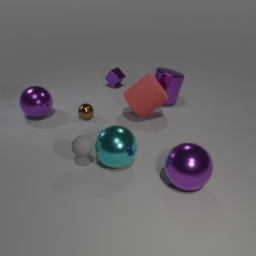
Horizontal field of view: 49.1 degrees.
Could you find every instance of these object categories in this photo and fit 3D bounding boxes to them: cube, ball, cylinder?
[{"bbox_3d":[-0.694,-2.775,15.337,0.700,0.700,0.700,50,44,4],"label":"cube"},{"bbox_3d":[-1.447,0.572,8.948,0.700,0.700,0.700,0,30,0],"label":"ball"},{"bbox_3d":[-0.385,0.605,9.175,1.400,1.400,1.400,0,30,0],"label":"ball"},{"bbox_3d":[1.784,1.125,8.254,1.400,1.400,1.400,0,30,0],"label":"ball"},{"bbox_3d":[-1.832,-0.726,12.215,0.700,0.700,0.700,0,30,0],"label":"ball"},{"bbox_3d":[0.771,-1.371,11.938,1.400,1.400,1.400,-36,26,16],"label":"cylinder"},{"bbox_3d":[1.847,-2.038,13.493,1.400,1.400,1.400,13,24,-6],"label":"cylinder"},{"bbox_3d":[-3.996,-1.134,12.219,1.400,1.400,1.400,0,30,0],"label":"ball"}]
